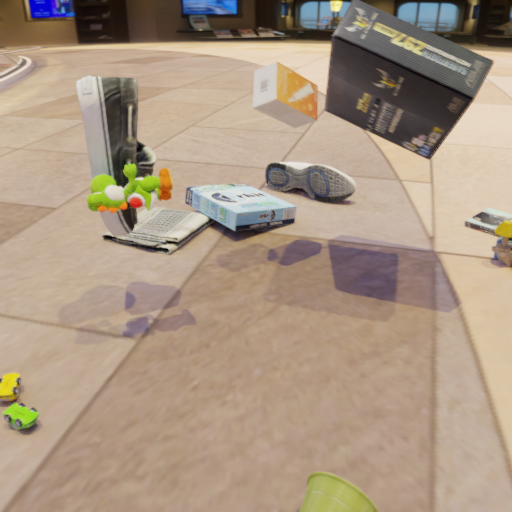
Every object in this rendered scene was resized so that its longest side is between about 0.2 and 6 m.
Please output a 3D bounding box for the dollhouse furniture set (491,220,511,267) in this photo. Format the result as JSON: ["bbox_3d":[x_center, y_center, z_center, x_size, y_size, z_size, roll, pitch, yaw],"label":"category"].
[{"bbox_3d":[6.204,-0.351,9.918,2.874,1.875,2.713,-7,28,-13],"label":"dollhouse furniture set"}]

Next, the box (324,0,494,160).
[{"bbox_3d":[2.247,-2.670,9.016,2.185,0.707,2.771,28,-5,7],"label":"box"}]

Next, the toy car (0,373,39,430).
[{"bbox_3d":[-3.189,1.988,7.121,1.020,0.242,1.083,14,31,24],"label":"toy car"}]

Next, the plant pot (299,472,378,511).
[{"bbox_3d":[0.661,2.659,5.365,0.810,0.810,0.769,17,45,30],"label":"plant pot"}]

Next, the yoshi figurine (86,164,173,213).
[{"bbox_3d":[-1.822,-0.977,7.897,1.190,0.669,0.666,-15,22,-20],"label":"yoshi figurine"}]

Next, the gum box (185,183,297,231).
[{"bbox_3d":[-0.374,-1.166,12.825,1.705,0.447,2.006,-10,26,-37],"label":"gum box"}]

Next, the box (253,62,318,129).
[{"bbox_3d":[0.526,-2.790,9.810,0.551,0.702,1.129,-8,-13,43],"label":"box"}]

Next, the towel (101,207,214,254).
[{"bbox_3d":[-2.123,-0.651,12.224,1.793,0.322,1.862,12,30,22],"label":"towel"}]

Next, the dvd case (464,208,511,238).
[{"bbox_3d":[5.605,-0.651,12.390,1.149,0.173,1.574,-23,36,-37],"label":"dvd case"}]

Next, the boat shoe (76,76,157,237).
[{"bbox_3d":[-1.993,-1.387,8.512,0.975,2.749,0.991,-7,47,-9],"label":"boat shoe"}]

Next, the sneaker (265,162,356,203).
[{"bbox_3d":[1.472,-2.028,14.341,2.521,0.939,1.098,20,28,33],"label":"sneaker"}]
